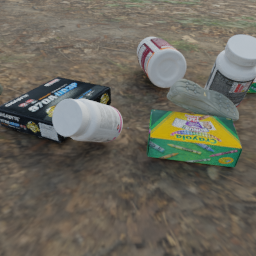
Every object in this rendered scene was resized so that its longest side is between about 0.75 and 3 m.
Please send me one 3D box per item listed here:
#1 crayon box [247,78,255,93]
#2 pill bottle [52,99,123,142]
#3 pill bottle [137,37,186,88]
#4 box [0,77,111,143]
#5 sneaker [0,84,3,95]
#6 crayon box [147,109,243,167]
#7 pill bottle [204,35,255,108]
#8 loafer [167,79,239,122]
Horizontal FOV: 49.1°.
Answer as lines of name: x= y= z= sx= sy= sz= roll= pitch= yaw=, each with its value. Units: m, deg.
crayon box: x=3.983 y=-1.735 z=10.275 sx=1.538 sy=0.448 sz=0.914 roll=8 pitch=37 yaw=15
pill bottle: x=-0.923 y=-0.164 z=6.725 sx=0.977 sy=0.977 sz=1.724 roll=19 pitch=4 yaw=26
pill bottle: x=1.156 y=-2.602 z=10.661 sx=1.406 sy=1.406 sz=2.463 roll=-6 pitch=31 yaw=-8
box: x=-2.086 y=-0.683 z=8.468 sx=2.179 sy=0.631 sz=2.741 roll=14 pitch=34 yaw=23
sneaker: x=-5.574 y=-1.445 z=8.642 sx=2.868 sy=1.643 sz=1.096 roll=-8 pitch=44 yaw=8
crayon box: x=1.580 y=0.221 z=7.014 sx=2.139 sy=0.623 sz=1.270 roll=7 pitch=36 yaw=3
pill bottle: x=3.065 y=-1.544 z=8.230 sx=1.225 sy=2.114 sz=1.225 roll=2 pitch=56 yaw=-3
loafer: x=2.073 y=-0.665 z=7.706 sx=2.109 sy=0.736 sz=0.738 roll=24 pitch=55 yaw=-12
